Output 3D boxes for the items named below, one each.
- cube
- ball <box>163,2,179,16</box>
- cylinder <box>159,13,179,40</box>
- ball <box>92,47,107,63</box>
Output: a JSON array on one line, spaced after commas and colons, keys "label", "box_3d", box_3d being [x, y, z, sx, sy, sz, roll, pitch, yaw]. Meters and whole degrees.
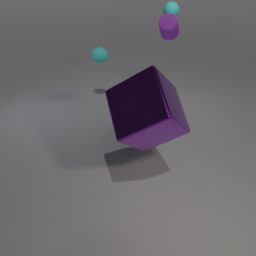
[{"label": "cube", "box_3d": [0.495, -0.404, 6.908, 1.400, 1.400, 1.400, -25, 65, 23]}, {"label": "ball", "box_3d": [1.951, -5.317, 12.635, 0.700, 0.700, 0.700, 0, 29, 0]}, {"label": "cylinder", "box_3d": [1.508, -3.704, 10.274, 0.700, 0.700, 0.700, 8, -13, 15]}, {"label": "ball", "box_3d": [-1.282, -3.297, 12.698, 0.700, 0.700, 0.700, 0, 29, 0]}]
